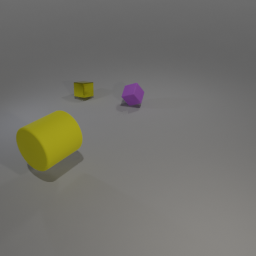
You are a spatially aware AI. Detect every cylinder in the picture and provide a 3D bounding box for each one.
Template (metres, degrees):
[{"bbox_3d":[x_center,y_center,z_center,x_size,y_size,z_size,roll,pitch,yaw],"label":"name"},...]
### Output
[{"bbox_3d":[-2.337,0.357,8.409,1.400,1.400,1.400,20,35,29],"label":"cylinder"}]

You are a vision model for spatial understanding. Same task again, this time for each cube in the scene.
[{"bbox_3d":[0.234,-1.550,12.912,0.700,0.700,0.700,-9,51,35],"label":"cube"},{"bbox_3d":[-2.182,-1.911,13.818,0.700,0.700,0.700,12,19,35],"label":"cube"}]
